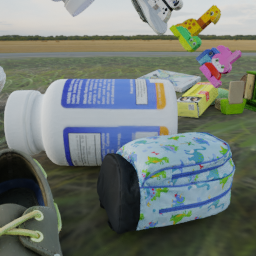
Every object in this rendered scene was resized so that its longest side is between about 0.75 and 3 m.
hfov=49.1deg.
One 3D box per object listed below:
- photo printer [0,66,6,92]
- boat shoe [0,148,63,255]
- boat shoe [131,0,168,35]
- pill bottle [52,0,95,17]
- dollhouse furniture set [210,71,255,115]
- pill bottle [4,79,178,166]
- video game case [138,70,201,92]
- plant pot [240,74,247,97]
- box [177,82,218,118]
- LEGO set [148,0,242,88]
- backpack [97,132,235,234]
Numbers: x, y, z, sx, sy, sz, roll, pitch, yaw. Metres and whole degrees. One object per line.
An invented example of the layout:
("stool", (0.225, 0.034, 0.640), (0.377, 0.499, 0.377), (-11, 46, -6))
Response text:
("photo printer", (-4.838, -1.144, 8.274), (1.855, 0.774, 2.230), (-32, -7, 41))
("boat shoe", (-1.110, 1.044, 2.561), (1.015, 0.849, 2.840), (-7, 19, -19))
("boat shoe", (0.815, -4.417, 10.787), (0.751, 2.084, 0.739), (-25, -6, -24))
("pill bottle", (-1.176, -2.626, 4.505), (0.852, 1.534, 0.852), (-38, 15, 12))
("dollhouse furniture set", (3.230, -1.353, 9.418), (1.547, 1.185, 2.361), (-5, 19, -16))
("pill bottle", (-0.600, -0.100, 4.972), (2.734, 1.532, 1.532), (0, 18, -1))
("video game case", (1.912, -2.237, 12.993), (2.274, 0.250, 2.073), (17, 31, 30))
("plant pot", (4.741, -1.492, 10.510), (0.905, 0.905, 0.896), (-13, 30, -36))
("box", (2.168, -0.912, 8.655), (0.718, 0.478, 1.907), (7, 29, 35))
("LEGO set", (1.419, -1.827, 5.238), (0.885, 2.156, 0.822), (-40, -17, 24))
("backpack", (0.555, 0.635, 3.611), (1.659, 1.275, 1.353), (11, 8, -16))
